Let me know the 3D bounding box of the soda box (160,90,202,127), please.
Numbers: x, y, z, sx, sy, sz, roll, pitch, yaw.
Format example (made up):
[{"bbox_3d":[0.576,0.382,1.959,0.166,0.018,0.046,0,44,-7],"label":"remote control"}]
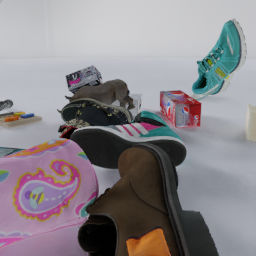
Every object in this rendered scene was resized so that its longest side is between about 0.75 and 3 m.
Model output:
[{"bbox_3d":[1.663,-0.694,9.257,0.820,0.743,2.342,-2,18,-4],"label":"soda box"}]

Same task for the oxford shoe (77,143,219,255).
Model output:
[{"bbox_3d":[0.023,0.944,3.429,1.251,1.077,2.964,-3,17,-5],"label":"oxford shoe"}]

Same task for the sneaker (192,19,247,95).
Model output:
[{"bbox_3d":[2.732,-1.955,8.600,1.131,2.840,1.101,-10,56,-10],"label":"sneaker"}]

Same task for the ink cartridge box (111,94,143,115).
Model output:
[{"bbox_3d":[-0.017,-0.897,10.257,0.958,0.545,1.315,3,17,10],"label":"ink cartridge box"}]

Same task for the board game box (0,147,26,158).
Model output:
[{"bbox_3d":[-2.885,0.886,4.830,1.653,0.344,2.444,4,17,13],"label":"board game box"}]

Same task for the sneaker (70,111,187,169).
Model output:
[{"bbox_3d":[-0.006,0.163,6.039,2.311,0.966,1.396,7,22,-4],"label":"sneaker"}]

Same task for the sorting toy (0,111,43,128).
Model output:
[{"bbox_3d":[-3.749,-0.281,8.760,1.274,0.254,1.723,15,22,40],"label":"sorting toy"}]

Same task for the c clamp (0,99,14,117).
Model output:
[{"bbox_3d":[-4.832,-0.625,9.906,2.131,0.338,2.495,-7,19,-6],"label":"c clamp"}]

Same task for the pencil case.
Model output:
[{"bbox_3d":[-1.820,0.987,3.118,2.969,1.298,1.298,-15,23,-38],"label":"pencil case"}]

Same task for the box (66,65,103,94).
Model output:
[{"bbox_3d":[-1.442,-1.569,9.353,1.038,0.595,0.686,-20,-18,11],"label":"box"}]

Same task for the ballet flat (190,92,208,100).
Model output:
[{"bbox_3d":[3.249,-1.633,12.738,0.536,0.536,1.543,14,22,39],"label":"ballet flat"}]

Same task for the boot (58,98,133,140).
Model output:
[{"bbox_3d":[-1.299,-0.150,7.353,2.404,0.868,1.815,9,22,31],"label":"boot"}]

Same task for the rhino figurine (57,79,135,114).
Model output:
[{"bbox_3d":[-1.081,-0.861,9.027,2.489,1.088,0.744,-13,8,3],"label":"rhino figurine"}]

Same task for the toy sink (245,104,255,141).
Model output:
[{"bbox_3d":[3.567,-0.174,7.582,0.648,0.754,1.156,6,17,19],"label":"toy sink"}]

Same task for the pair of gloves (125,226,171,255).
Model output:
[{"bbox_3d":[-0.131,1.466,1.981,1.371,0.169,1.221,-26,41,3],"label":"pair of gloves"}]
